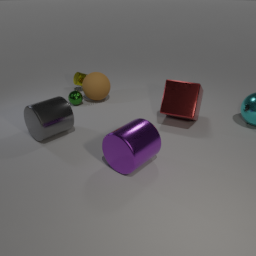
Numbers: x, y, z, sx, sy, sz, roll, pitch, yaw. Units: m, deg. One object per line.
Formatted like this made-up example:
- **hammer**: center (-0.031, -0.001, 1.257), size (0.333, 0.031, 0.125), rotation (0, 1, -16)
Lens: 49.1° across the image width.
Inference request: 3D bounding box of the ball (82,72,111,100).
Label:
- **ball**: center (-1.570, -2.075, 13.924), size (1.400, 1.400, 1.400), rotation (0, 28, 0)

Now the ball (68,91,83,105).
- **ball**: center (-2.539, -1.462, 13.558), size (0.700, 0.700, 0.700), rotation (0, 28, 0)

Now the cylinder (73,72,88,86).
- **cylinder**: center (-2.478, -2.601, 15.081), size (0.700, 0.700, 0.700), rotation (8, 18, -40)

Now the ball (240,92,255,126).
- **ball**: center (5.365, -0.774, 11.490), size (1.400, 1.400, 1.400), rotation (0, 28, 0)

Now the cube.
- **cube**: center (2.274, -1.136, 11.721), size (1.400, 1.400, 1.400), rotation (11, 1, 20)

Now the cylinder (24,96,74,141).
- **cylinder**: center (-3.034, -0.375, 10.783), size (1.400, 1.400, 1.400), rotation (25, 37, 38)

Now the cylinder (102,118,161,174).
- **cylinder**: center (0.125, 0.563, 9.053), size (1.400, 1.400, 1.400), rotation (22, 36, 35)
